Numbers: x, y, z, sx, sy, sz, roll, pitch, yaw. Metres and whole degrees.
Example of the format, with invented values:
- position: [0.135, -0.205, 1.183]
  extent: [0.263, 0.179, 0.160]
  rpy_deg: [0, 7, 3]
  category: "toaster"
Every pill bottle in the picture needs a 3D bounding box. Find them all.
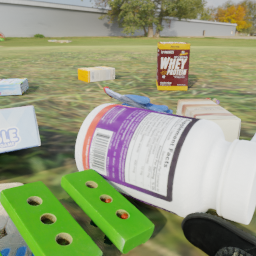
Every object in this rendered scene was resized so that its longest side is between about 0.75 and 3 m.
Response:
- position: [0.533, 0.440, 3.819]
  extent: [2.306, 1.285, 1.285]
  rpy_deg: [13, 23, 31]
  category: "pill bottle"

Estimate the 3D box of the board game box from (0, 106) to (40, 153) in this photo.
- position: [-3.185, 0.197, 4.454]
  extent: [2.952, 0.640, 2.938]
  rpy_deg: [-11, 5, -27]
  category: "board game box"

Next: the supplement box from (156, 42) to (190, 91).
- position: [1.865, -2.676, 11.915]
  extent: [1.219, 1.835, 1.810]
  rpy_deg: [1, 19, 3]
  category: "supplement box"

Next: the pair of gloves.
- position: [0.374, -0.432, 6.529]
  extent: [1.607, 0.228, 1.999]
  rpy_deg: [23, -5, 23]
  category: "pair of gloves"

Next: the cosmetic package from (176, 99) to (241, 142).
- position: [1.699, -0.107, 6.257]
  extent: [0.878, 0.741, 1.699]
  rpy_deg: [-1, 20, -6]
  category: "cosmetic package"

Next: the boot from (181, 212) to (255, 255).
- position: [0.892, 1.297, 2.759]
  extent: [1.082, 0.407, 0.809]
  rpy_deg: [14, 24, 34]
  category: "boot"

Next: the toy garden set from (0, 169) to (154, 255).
- position: [-0.739, 1.365, 2.197]
  extent: [2.650, 0.529, 2.209]
  rpy_deg: [-7, 31, -45]
  category: "toy garden set"

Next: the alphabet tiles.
- position: [-2.217, 1.287, 2.954]
  extent: [2.823, 0.206, 2.761]
  rpy_deg: [-3, 13, -9]
  category: "alphabet tiles"

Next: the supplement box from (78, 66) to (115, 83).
- position: [-1.541, -2.664, 13.787]
  extent: [1.567, 0.576, 0.988]
  rpy_deg: [-15, 25, -38]
  category: "supplement box"

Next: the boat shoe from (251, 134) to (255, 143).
- position: [2.690, 0.282, 4.949]
  extent: [0.790, 0.854, 2.314]
  rpy_deg: [9, 21, 34]
  category: "boat shoe"

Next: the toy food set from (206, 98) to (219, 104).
- position: [2.823, -0.939, 9.553]
  extent: [0.537, 0.133, 0.844]
  rpy_deg: [3, 20, 8]
  category: "toy food set"

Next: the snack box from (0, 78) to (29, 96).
- position: [-4.630, -1.621, 10.991]
  extent: [1.154, 0.463, 1.368]
  rpy_deg: [-3, 21, -7]
  category: "snack box"
